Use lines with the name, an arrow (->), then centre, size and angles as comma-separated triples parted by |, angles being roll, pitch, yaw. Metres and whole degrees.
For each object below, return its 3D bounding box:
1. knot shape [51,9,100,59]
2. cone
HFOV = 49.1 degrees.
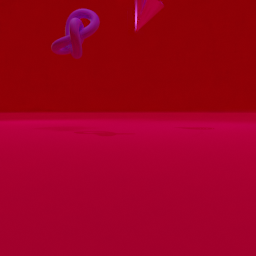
knot shape -> -1.373, -2.388, 7.305 | 0.699, 1.512, 1.415 | 33, 19, -27
cone -> 0.522, -4.020, 10.060 | 1.172, 1.176, 1.172 | 23, 11, -5
